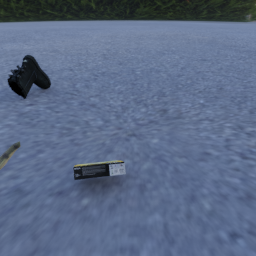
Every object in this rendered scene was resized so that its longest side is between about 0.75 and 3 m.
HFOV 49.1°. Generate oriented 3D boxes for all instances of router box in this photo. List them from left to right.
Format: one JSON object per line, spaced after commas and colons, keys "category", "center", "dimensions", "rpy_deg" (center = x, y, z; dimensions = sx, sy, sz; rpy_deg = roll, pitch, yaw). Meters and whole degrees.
{"category": "router box", "center": [-0.532, 0.760, 5.144], "dimensions": [0.902, 0.236, 0.709], "rpy_deg": [-5, -4, -9]}

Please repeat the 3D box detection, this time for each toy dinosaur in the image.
{"category": "toy dinosaur", "center": [-2.918, 0.897, 3.922], "dimensions": [2.806, 1.237, 0.666], "rpy_deg": [-13, 65, -24]}

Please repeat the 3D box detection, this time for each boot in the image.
{"category": "boot", "center": [-3.464, -1.613, 9.924], "dimensions": [0.605, 1.635, 1.340], "rpy_deg": [1, 54, 19]}
